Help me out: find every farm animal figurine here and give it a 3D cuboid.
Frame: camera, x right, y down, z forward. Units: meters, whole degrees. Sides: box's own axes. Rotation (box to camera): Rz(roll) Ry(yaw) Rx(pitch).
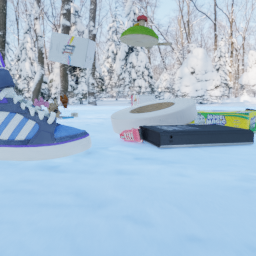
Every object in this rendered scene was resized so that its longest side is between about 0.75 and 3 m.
[{"bbox_3d":[-4.231,-0.921,14.667,1.897,1.181,2.350,-13,4,36],"label":"farm animal figurine"}]

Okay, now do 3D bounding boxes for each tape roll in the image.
[{"bbox_3d":[0.801,-0.418,8.937,2.779,0.508,2.779,-11,13,2],"label":"tape roll"}]

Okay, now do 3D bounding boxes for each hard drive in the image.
[{"bbox_3d":[1.567,0.156,6.780,2.278,0.375,1.590,-1,6,-14],"label":"hard drive"}]

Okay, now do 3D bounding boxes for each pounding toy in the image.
[{"bbox_3d":[0.581,-3.455,10.037,1.781,0.827,1.375,3,1,-42],"label":"pounding toy"}]

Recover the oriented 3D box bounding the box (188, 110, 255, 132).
[{"bbox_3d":[3.329,-0.277,9.746,2.900,0.702,1.702,6,9,37],"label":"box"}]

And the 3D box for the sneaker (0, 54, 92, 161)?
[{"bbox_3d":[-2.022,-0.484,5.005,2.720,1.991,1.096,-1,6,-12],"label":"sneaker"}]

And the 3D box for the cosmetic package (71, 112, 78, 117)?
[{"bbox_3d":[-3.259,-0.807,17.128,0.401,0.283,0.775,0,5,-4],"label":"cosmetic package"}]

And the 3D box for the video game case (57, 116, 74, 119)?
[{"bbox_3d":[-3.877,-0.609,15.980,1.286,0.114,0.920,3,6,29],"label":"video game case"}]

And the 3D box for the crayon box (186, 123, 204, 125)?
[{"bbox_3d":[1.841,0.044,8.288,1.208,0.312,0.760,-3,6,-21],"label":"crayon box"}]

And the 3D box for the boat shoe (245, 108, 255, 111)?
[{"bbox_3d":[6.559,-0.608,13.032,2.198,0.626,0.735,2,13,29],"label":"boat shoe"}]

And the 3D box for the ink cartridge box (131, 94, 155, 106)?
[{"bbox_3d":[0.675,-0.907,12.933,0.735,1.280,1.763,-3,6,-11],"label":"ink cartridge box"}]

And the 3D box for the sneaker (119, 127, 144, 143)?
[{"bbox_3d":[0.063,0.212,6.834,0.441,0.374,1.016,-13,3,-16],"label":"sneaker"}]

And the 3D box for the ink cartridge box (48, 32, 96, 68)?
[{"bbox_3d":[-2.499,-3.493,12.695,1.749,1.265,1.271,14,12,5],"label":"ink cartridge box"}]
